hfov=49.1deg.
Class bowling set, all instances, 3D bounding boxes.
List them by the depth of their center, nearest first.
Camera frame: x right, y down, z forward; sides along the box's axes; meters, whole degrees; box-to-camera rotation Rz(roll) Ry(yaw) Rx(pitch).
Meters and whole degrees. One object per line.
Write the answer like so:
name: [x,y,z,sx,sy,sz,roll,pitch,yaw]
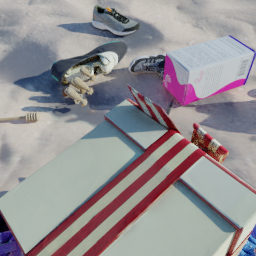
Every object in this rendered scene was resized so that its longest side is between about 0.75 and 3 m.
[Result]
bowling set: [-1.464,-1.111,8.280,0.671,0.870,1.250,38,54,-21]

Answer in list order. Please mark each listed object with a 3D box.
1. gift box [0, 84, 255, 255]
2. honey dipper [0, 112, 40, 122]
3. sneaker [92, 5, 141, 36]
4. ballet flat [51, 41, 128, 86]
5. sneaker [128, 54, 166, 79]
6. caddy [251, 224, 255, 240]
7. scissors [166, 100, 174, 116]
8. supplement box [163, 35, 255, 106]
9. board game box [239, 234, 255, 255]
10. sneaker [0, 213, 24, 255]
gift box: [0.062,1.280,4.304,2.793,2.760,2.991,-37,59,-18]
honey dipper: [-3.145,-0.251,7.645,1.403,0.266,0.266,-6,47,-3]
sneaker: [-0.504,-4.190,10.880,2.116,0.839,0.782,21,49,17]
ballet flat: [-1.083,-1.951,8.788,2.617,0.956,0.956,-21,51,-12]
sneaker: [0.797,-1.934,8.971,1.458,0.550,0.830,-15,47,-16]
caddy: [2.541,1.583,4.673,0.839,0.623,1.187,-18,24,-19]
scissors: [1.059,-0.197,7.700,0.624,0.119,1.707,27,51,26]
supplement box: [2.359,-1.742,8.316,2.352,1.190,1.216,-20,48,-19]
board game box: [2.304,2.193,5.192,2.669,0.520,2.109,-6,48,-6]
sneaker: [-2.062,2.272,4.794,0.916,1.007,2.277,-7,49,-9]
